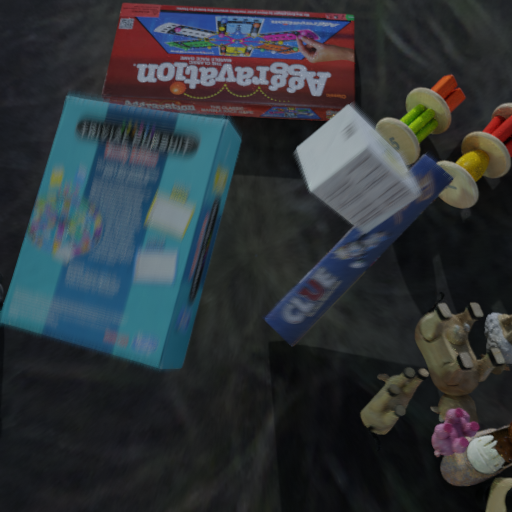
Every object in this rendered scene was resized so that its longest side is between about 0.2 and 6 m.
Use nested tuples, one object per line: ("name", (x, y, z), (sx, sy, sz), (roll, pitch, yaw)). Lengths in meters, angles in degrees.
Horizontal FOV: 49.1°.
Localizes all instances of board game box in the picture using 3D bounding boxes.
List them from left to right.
("board game box", (-1.756, -0.356, 7.421), (2.386, 0.742, 3.160), (13, 83, 16))
("board game box", (-0.449, -3.794, 10.884), (4.675, 0.455, 2.407), (3, 67, 1))
("board game box", (1.312, 0.004, 7.900), (0.507, 1.984, 2.929), (44, 87, 5))

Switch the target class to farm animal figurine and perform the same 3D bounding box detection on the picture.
("farm animal figurine", (2.174, 1.445, 6.404), (2.053, 1.071, 2.031), (13, 52, -6))

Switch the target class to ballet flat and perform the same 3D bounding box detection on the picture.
("ballet flat", (3.454, 2.651, 7.838), (1.848, 0.621, 0.629), (-21, 62, -9))

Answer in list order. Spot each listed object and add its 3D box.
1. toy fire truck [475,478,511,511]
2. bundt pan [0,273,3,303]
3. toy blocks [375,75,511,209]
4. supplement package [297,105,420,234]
("toy fire truck", (3.802, 3.947, 7.063), (1.892, 1.217, 1.665), (25, 68, -4))
("bundt pan", (-4.790, 0.601, 8.749), (1.807, 0.678, 1.807), (0, 66, 1))
("toy blocks", (3.787, -2.391, 9.957), (2.652, 0.963, 2.210), (-41, 72, -17))
("supplement package", (1.166, -0.974, 6.458), (0.803, 1.066, 0.809), (-37, 42, 26))
